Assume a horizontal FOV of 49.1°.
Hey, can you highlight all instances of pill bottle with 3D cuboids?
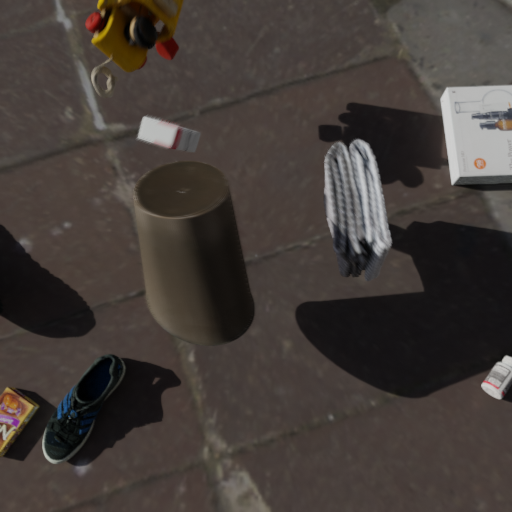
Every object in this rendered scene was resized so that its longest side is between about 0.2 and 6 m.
[{"bbox_3d":[4.389,2.160,10.000,0.397,0.397,0.716,39,78,10],"label":"pill bottle"}]

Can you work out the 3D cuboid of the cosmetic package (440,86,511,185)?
[{"bbox_3d":[4.596,-2.422,11.214,1.483,0.508,1.967,-3,75,2],"label":"cosmetic package"}]

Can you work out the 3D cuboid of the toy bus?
[{"bbox_3d":[-1.733,-3.795,8.605,1.127,2.058,2.181,-2,115,35],"label":"toy bus"}]

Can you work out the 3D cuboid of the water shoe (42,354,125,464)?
[{"bbox_3d":[-3.079,2.582,9.663,0.739,0.816,2.067,28,76,7],"label":"water shoe"}]

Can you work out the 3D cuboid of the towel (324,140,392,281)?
[{"bbox_3d":[1.515,-0.659,8.953,0.818,1.583,1.911,-6,71,3],"label":"towel"}]

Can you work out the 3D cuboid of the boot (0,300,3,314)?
[{"bbox_3d":[-6.292,0.634,10.007,2.490,1.132,2.963,-38,71,-13],"label":"boot"}]

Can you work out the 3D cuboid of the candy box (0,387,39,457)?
[{"bbox_3d":[-4.414,2.922,9.846,0.610,0.295,1.046,32,79,7],"label":"candy box"}]

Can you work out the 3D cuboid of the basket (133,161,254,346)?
[{"bbox_3d":[-0.905,-0.090,7.859,1.477,2.172,1.958,-32,52,-26],"label":"basket"}]

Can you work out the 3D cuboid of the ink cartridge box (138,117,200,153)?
[{"bbox_3d":[-1.294,-1.814,8.446,0.583,0.803,0.335,20,101,18],"label":"ink cartridge box"}]
